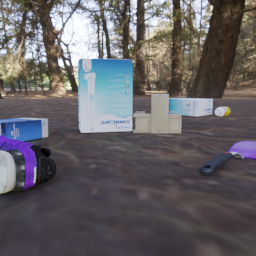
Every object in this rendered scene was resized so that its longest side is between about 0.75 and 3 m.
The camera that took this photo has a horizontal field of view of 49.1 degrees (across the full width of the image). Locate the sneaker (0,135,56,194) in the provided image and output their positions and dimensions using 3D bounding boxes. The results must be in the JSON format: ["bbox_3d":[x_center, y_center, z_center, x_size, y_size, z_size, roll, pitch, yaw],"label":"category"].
[{"bbox_3d":[-1.688,0.486,4.228,0.939,0.656,1.888,-1,12,-40],"label":"sneaker"}]

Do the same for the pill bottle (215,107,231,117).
[{"bbox_3d":[4.800,-0.829,14.262,0.907,0.495,0.495,-7,10,-43],"label":"pill bottle"}]

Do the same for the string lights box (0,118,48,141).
[{"bbox_3d":[-3.078,0.065,7.242,0.960,0.551,1.868,3,7,27],"label":"string lights box"}]

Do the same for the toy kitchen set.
[{"bbox_3d":[0.954,-0.516,9.210,1.488,1.214,1.342,1,8,5],"label":"toy kitchen set"}]

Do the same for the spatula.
[{"bbox_3d":[1.927,0.521,5.199,0.654,0.238,2.314,5,9,42],"label":"spatula"}]

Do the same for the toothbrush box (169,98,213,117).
[{"bbox_3d":[3.312,-1.166,15.287,1.537,0.895,2.099,-8,12,-44],"label":"toothbrush box"}]

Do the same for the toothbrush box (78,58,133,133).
[{"bbox_3d":[-0.749,-1.033,9.047,1.672,2.284,0.974,-3,7,-13],"label":"toothbrush box"}]
